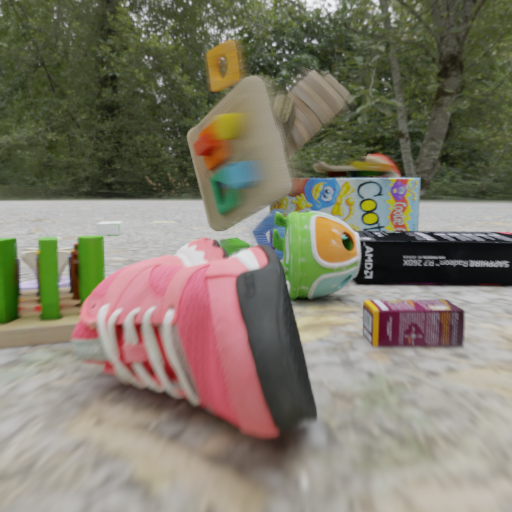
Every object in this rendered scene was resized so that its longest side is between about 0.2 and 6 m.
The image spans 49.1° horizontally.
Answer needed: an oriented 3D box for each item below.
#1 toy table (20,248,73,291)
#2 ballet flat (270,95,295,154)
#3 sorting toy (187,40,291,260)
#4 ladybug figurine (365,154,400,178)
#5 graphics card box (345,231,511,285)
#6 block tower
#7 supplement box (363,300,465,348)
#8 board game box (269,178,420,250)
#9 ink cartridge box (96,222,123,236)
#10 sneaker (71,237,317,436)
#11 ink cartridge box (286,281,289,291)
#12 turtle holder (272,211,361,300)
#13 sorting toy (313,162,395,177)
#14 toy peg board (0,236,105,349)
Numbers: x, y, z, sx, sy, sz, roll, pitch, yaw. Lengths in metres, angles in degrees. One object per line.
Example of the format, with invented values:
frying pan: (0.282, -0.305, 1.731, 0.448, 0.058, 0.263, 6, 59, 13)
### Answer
toy table: (-2.761, 0.176, 7.441, 0.825, 0.526, 0.898, 2, 7, 15)
ballet flat: (0.275, -1.965, 9.933, 0.602, 1.787, 0.414, 18, 6, -6)
sorting toy: (-0.465, -1.593, 9.151, 0.515, 3.779, 2.128, -9, -8, -38)
ladybug figurine: (2.805, -1.881, 12.271, 0.350, 0.973, 0.660, -48, 14, -16)
graphics card box: (2.660, -0.007, 8.287, 2.600, 0.661, 1.631, 2, 8, 3)
block tower: (0.392, -2.285, 11.042, 3.108, 0.839, 0.898, -44, -4, -7)
supplement box: (1.369, 0.591, 4.929, 0.785, 0.336, 0.433, 0, 7, 0)
board game box: (1.843, -0.854, 11.540, 2.897, 1.492, 1.519, 2, 8, 16)
ink cartridge box: (-3.974, -0.742, 15.222, 0.589, 0.340, 0.810, -1, 7, -5)
sneaker: (-0.545, 0.564, 3.659, 1.254, 1.065, 2.891, -16, 8, -15)
ink cartridge box: (-0.263, 0.438, 5.748, 0.741, 0.428, 1.019, -6, 10, -41)
turtle holder: (0.699, 0.102, 6.738, 0.984, 1.386, 1.053, -1, 40, -1)
sorting toy: (1.977, -1.687, 11.200, 1.456, 0.262, 1.954, 3, 7, -3)
toy peg board: (-2.305, 0.222, 5.562, 1.863, 0.911, 1.855, -3, 8, -22)
